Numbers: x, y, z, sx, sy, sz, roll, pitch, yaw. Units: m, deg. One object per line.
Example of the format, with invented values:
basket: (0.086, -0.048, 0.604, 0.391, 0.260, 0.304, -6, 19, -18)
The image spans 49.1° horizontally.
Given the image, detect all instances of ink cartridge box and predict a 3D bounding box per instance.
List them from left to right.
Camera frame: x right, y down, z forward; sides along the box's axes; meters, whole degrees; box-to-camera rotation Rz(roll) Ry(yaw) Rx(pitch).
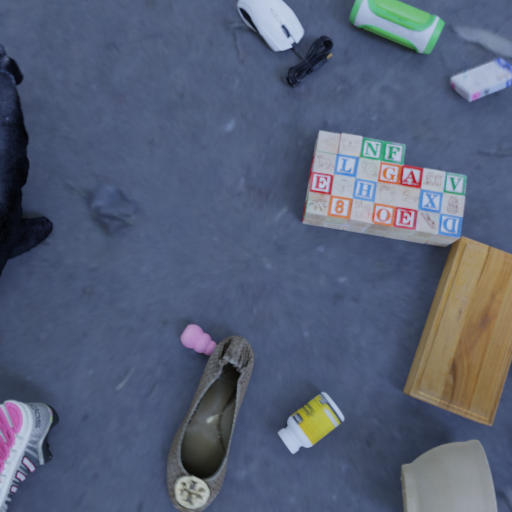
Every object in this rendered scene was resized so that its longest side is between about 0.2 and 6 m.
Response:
ink cartridge box: (4.069, -3.131, 9.962, 1.017, 0.213, 0.607, -24, 49, -3)

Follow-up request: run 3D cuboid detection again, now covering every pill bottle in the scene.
pill bottle: (0.846, 2.640, 8.794, 0.979, 0.549, 0.549, -36, 81, -7)

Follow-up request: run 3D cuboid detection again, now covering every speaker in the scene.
speaker: (2.511, -4.204, 10.056, 1.584, 0.701, 0.701, 25, 80, 5)

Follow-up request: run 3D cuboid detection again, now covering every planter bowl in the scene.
planter bowl: (2.715, 3.560, 8.115, 1.149, 1.707, 1.707, -3, 79, 10)

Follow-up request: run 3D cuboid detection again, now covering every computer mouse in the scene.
computer mouse: (0.418, -4.124, 10.151, 1.140, 0.456, 2.079, -40, 82, -6)

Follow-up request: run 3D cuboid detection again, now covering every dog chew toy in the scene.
dog chew toy: (-0.916, 1.398, 9.144, 0.621, 0.386, 0.386, 33, 81, -2)

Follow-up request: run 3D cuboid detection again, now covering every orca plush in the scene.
orca plush: (-4.299, -0.826, 9.289, 2.532, 1.711, 4.814, -9, 69, 44)

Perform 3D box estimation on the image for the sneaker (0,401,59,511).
sneaker: (-3.680, 3.178, 8.558, 0.843, 0.999, 2.284, 31, 102, 30)

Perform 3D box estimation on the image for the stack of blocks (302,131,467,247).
stack of blocks: (2.140, -1.110, 9.420, 2.511, 0.736, 1.446, 10, 79, 2)

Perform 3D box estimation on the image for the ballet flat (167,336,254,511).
ballet flat: (-0.683, 2.610, 8.677, 0.955, 0.657, 2.835, 20, 84, -4)

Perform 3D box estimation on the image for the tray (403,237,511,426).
tray: (3.503, 1.190, 9.110, 1.343, 0.504, 2.724, 21, 81, 4)
